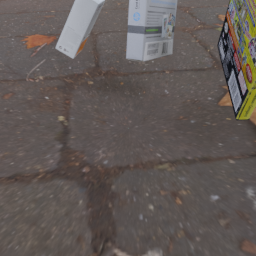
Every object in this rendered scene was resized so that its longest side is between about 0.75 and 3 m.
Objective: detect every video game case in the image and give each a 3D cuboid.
[{"bbox_3d":[2.643,-1.944,6.296,0.343,2.433,2.693,-1,56,3],"label":"video game case"}]

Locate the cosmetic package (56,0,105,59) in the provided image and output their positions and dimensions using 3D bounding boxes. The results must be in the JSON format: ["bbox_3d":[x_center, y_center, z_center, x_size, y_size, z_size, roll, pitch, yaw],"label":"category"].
[{"bbox_3d":[-1.651,-3.588,9.705,0.746,2.094,1.062,29,32,-8],"label":"cosmetic package"}]

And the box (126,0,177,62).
[{"bbox_3d":[0.745,-3.337,7.571,0.574,2.790,2.175,15,26,25],"label":"box"}]
